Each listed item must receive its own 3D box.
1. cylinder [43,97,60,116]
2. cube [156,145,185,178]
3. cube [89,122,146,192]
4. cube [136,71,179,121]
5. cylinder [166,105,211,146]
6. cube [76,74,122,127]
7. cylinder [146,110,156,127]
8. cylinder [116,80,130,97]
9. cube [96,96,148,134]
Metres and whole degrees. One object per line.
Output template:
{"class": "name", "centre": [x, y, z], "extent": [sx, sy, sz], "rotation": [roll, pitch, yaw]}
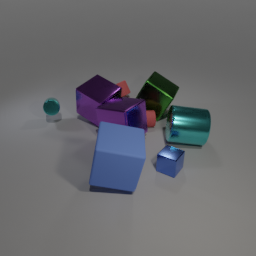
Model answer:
{"class": "cylinder", "centre": [-3.325, -0.941, 12.201], "extent": [0.700, 0.700, 0.700], "rotation": [-7, 15, -12]}
{"class": "cube", "centre": [1.422, 1.108, 9.395], "extent": [0.700, 0.700, 0.700], "rotation": [18, 35, 29]}
{"class": "cube", "centre": [-0.320, 0.848, 8.424], "extent": [1.400, 1.400, 1.400], "rotation": [10, 34, -6]}
{"class": "cube", "centre": [1.268, -1.452, 12.662], "extent": [1.400, 1.400, 1.400], "rotation": [34, 35, 1]}
{"class": "cylinder", "centre": [2.245, -0.100, 10.630], "extent": [1.400, 1.400, 1.400], "rotation": [7, 30, -1]}
{"class": "cube", "centre": [-1.266, -1.185, 12.079], "extent": [1.400, 1.400, 1.400], "rotation": [31, 50, 20]}
{"class": "cylinder", "centre": [0.788, -0.397, 12.002], "extent": [0.700, 0.700, 0.700], "rotation": [-2, 30, -5]}
{"class": "cylinder", "centre": [-0.316, -2.031, 14.613], "extent": [0.700, 0.700, 0.700], "rotation": [-24, 11, 5]}
{"class": "cube", "centre": [-0.209, -0.313, 10.917], "extent": [1.400, 1.400, 1.400], "rotation": [10, 29, 33]}
